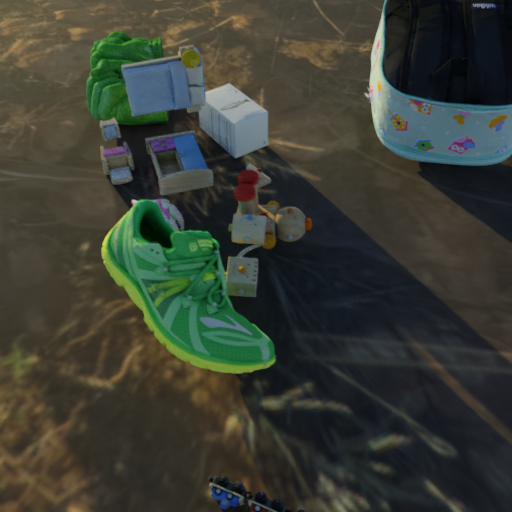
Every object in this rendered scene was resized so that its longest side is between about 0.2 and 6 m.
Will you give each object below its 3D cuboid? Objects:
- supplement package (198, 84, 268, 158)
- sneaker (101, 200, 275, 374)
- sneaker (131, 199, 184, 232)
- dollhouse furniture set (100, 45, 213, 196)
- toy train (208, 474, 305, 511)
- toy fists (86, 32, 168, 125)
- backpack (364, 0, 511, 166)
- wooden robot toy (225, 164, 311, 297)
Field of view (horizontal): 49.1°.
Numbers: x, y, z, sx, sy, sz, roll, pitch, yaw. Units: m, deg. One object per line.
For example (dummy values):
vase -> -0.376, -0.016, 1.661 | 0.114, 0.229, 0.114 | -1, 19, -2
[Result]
supplement package -> -0.493, -2.826, 11.665 | 0.842, 0.845, 1.440 | -27, 51, -24
sneaker -> -0.966, 0.373, 7.758 | 3.230, 1.350, 1.196 | 41, 25, 23
sneaker -> -1.538, -0.502, 9.456 | 0.723, 0.666, 1.638 | -20, 49, -17
dollhouse furniture set -> -1.877, -2.471, 10.287 | 2.163, 2.292, 1.495 | -13, 46, -13
toy train -> 0.086, 2.892, 6.364 | 1.461, 0.249, 0.335 | 18, 60, 16
toy fists -> -2.958, -4.088, 12.724 | 1.732, 1.169, 3.398 | -7, 46, -6
backpack -> 3.673, -3.245, 10.734 | 3.082, 2.688, 3.506 | 9, 48, 6
wooden robot toy -> 0.269, -0.576, 9.083 | 1.276, 1.239, 2.812 | 5, 43, 3
